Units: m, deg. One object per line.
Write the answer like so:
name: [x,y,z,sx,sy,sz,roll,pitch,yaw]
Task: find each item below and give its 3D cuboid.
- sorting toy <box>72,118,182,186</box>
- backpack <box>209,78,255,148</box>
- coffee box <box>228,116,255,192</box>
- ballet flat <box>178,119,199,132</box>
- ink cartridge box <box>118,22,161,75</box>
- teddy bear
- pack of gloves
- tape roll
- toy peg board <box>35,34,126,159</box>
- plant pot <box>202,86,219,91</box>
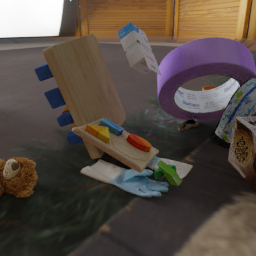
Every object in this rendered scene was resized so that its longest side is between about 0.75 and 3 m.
sorting toy: [0.170,0.465,6.569,2.572,0.379,1.901,30,15,12]
backpack: [3.318,-0.398,7.640,1.606,1.969,1.514,-13,33,-29]
coffee box: [3.055,0.676,5.997,0.856,1.212,2.145,-2,23,-5]
ballet flat: [1.969,-0.143,9.108,0.429,0.295,1.275,9,18,35]
ink cartridge box: [0.326,-2.081,7.847,0.497,1.491,0.864,-27,-19,27]
teddy bear: [-3.027,1.018,5.854,2.118,0.707,1.535,4,25,9]
pack of gloves: [0.239,0.841,6.660,2.109,0.416,1.772,15,28,31]
tape roll: [2.404,-1.360,8.711,2.968,2.968,0.974,1,61,3]
toy peg board: [-1.510,-0.921,8.156,1.437,2.939,2.927,-15,19,20]
plant pot: [3.481,-1.204,11.193,1.060,0.742,1.060,0,23,0]
